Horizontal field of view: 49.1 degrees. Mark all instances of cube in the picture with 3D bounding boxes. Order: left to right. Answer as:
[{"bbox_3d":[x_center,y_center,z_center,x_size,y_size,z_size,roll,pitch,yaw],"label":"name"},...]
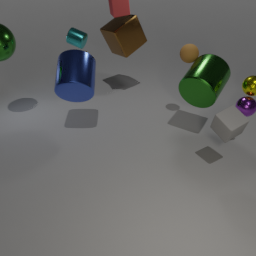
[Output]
[{"bbox_3d":[-0.364,-4.986,11.404,0.700,0.700,0.700,-15,37,-9],"label":"cube"},{"bbox_3d":[-0.207,-4.424,13.347,1.400,1.400,1.400,-41,39,-12],"label":"cube"},{"bbox_3d":[3.010,-0.123,8.342,0.700,0.700,0.700,-27,61,-16],"label":"cube"}]

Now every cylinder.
[{"bbox_3d":[-1.890,-1.857,10.145,1.400,1.400,1.400,0,67,0],"label":"cylinder"},{"bbox_3d":[-2.188,-3.860,12.041,0.700,0.700,0.700,24,34,2],"label":"cylinder"},{"bbox_3d":[2.731,-1.672,10.003,1.400,1.400,1.400,20,57,30],"label":"cylinder"}]

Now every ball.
[{"bbox_3d":[-4.881,-3.159,10.326,1.400,1.400,1.400,0,31,0],"label":"ball"},{"bbox_3d":[2.294,-2.787,10.477,0.700,0.700,0.700,0,31,0],"label":"ball"},{"bbox_3d":[4.044,-0.733,9.575,0.700,0.700,0.700,0,31,0],"label":"ball"},{"bbox_3d":[4.235,-1.429,9.497,0.700,0.700,0.700,0,31,0],"label":"ball"}]
